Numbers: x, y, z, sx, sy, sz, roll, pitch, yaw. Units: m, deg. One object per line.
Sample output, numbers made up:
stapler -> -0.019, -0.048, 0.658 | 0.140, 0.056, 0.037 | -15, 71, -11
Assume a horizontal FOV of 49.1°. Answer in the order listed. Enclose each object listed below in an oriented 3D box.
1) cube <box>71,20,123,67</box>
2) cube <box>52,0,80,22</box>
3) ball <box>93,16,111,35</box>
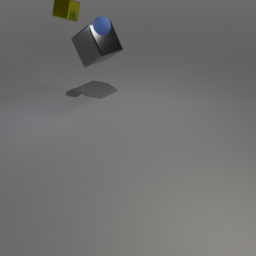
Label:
cube -> -1.366, -3.723, 12.439 | 1.400, 1.400, 1.400 | -14, 13, 47
cube -> -2.305, -4.434, 10.478 | 0.700, 0.700, 0.700 | 19, 19, 19
ball -> -1.017, -3.987, 10.936 | 0.700, 0.700, 0.700 | 0, 32, 0
